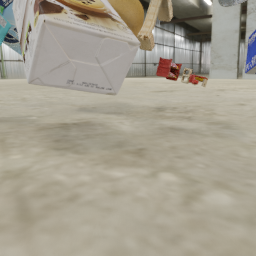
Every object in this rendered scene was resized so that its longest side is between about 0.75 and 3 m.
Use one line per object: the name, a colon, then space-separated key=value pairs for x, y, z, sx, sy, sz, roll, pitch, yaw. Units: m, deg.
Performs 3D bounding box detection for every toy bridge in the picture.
toy bridge: x=0.987 y=-3.453 z=7.794 sx=0.401 sy=0.990 sz=2.947 roll=17 pitch=63 yaw=23

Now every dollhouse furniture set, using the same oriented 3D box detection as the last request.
dollhouse furniture set: x=2.032 y=-2.072 z=10.391 sx=1.731 sy=0.704 sz=0.932 roll=19 pitch=9 yaw=31

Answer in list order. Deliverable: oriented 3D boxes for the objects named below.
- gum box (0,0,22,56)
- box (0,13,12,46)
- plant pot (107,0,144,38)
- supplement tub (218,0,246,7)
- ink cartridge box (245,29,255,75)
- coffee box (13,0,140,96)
gum box: x=-3.077 y=-2.870 z=7.763 sx=1.374 sy=0.360 sz=1.618 roll=-28 pitch=-33 yaw=22
box: x=-4.026 y=-2.165 z=7.108 sx=2.131 sy=0.524 sz=0.877 roll=-15 pitch=49 yaw=23
plant pot: x=-0.628 y=-3.424 z=9.734 sx=2.753 sy=2.753 sz=2.954 roll=7 pitch=44 yaw=31
supplement tub: x=2.248 y=-3.412 z=6.170 sx=0.753 sy=1.228 sz=0.753 roll=-20 pitch=39 yaw=17
ink cartridge box: x=2.971 y=-1.778 z=5.781 sx=0.436 sy=0.928 sz=1.973 roll=6 pitch=-1 yaw=7
coffee box: x=-1.112 y=-1.909 z=5.097 sx=1.552 sy=1.096 sz=2.746 roll=3 pitch=41 yaw=-32
